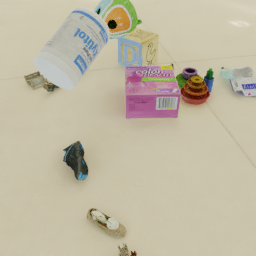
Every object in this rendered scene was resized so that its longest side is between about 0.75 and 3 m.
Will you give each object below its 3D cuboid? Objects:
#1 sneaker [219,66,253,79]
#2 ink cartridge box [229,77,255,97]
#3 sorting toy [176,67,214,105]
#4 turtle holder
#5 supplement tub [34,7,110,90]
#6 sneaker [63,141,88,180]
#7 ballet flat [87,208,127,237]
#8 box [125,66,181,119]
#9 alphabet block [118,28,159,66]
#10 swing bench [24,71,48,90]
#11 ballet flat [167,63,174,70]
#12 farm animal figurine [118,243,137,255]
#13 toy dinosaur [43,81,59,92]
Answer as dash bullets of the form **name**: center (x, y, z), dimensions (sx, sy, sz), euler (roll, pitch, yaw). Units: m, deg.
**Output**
- **sneaker**: center (5.140, -2.646, 13.371), dimensions (1.675, 0.616, 0.988), euler (-3, 12, -30)
- **ink cartridge box**: center (5.767, -1.881, 12.444), dimensions (2.307, 0.428, 1.093), euler (-1, 39, 9)
- **sorting toy**: center (2.989, -2.126, 12.338), dimensions (1.577, 1.077, 2.625), euler (-2, 39, -2)
- **turtle holder**: center (-0.756, -4.634, 11.667), dimensions (2.332, 1.772, 1.656), euler (37, 69, 28)
- **supplement tub**: center (-1.752, -2.572, 9.076), dimensions (1.527, 1.527, 2.315), euler (21, 69, 24)
- **sneaker**: center (-1.683, 1.109, 8.899), dimensions (0.663, 0.593, 1.618), euler (-22, 36, 0)
- **ballet flat**: center (-0.581, 2.444, 7.289), dimensions (1.197, 0.391, 0.422), euler (18, 43, 20)
- **box**: center (0.919, -1.528, 11.556), dimensions (2.070, 1.138, 2.354), euler (-1, 39, -1)
- **alphabet block**: center (0.519, -4.063, 14.397), dimensions (1.526, 1.518, 1.554), euler (27, 48, 27)
- **swing bench**: center (-4.232, -2.218, 12.935), dimensions (0.780, 0.509, 0.784), euler (-29, 42, -30)
- **ballet flat**: center (1.907, -2.904, 13.849), dimensions (0.384, 0.379, 1.128), euler (25, 46, 27)
- **farm animal figurine**: center (-0.182, 3.160, 6.448), dimensions (0.844, 0.424, 0.681), euler (-33, 31, -29)
- **toy dinosaur**: center (-3.197, -2.447, 13.067), dimensions (1.110, 0.598, 2.519), euler (44, 50, 8)
